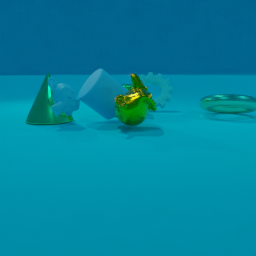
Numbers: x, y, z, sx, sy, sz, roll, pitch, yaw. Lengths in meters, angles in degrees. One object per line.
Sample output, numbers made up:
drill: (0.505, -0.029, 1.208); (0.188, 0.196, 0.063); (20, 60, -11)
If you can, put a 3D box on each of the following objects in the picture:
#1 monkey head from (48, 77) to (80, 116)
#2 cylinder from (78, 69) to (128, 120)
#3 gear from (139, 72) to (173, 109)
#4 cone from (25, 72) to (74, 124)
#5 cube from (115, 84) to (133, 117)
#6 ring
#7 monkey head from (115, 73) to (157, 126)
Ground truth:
monkey head: (-1.940, -0.791, 8.194); (0.819, 1.360, 0.978); (18, 52, 45)
cylinder: (-0.747, -1.035, 8.669); (1.151, 1.151, 1.151); (37, -5, -25)
gear: (0.973, -1.482, 11.316); (1.613, 1.613, 0.298); (1, -22, 3)
cone: (-2.526, -1.004, 8.970); (1.534, 1.540, 1.534); (0, 11, 0)
cube: (0.046, -1.038, 10.276); (1.099, 1.099, 1.099); (0, 12, 2)
ring: (3.553, -0.830, 9.880); (2.039, 0.408, 2.039); (5, -3, 0)
monkey head: (0.099, -0.752, 7.802); (1.120, 1.337, 1.858); (-26, -16, 3)
